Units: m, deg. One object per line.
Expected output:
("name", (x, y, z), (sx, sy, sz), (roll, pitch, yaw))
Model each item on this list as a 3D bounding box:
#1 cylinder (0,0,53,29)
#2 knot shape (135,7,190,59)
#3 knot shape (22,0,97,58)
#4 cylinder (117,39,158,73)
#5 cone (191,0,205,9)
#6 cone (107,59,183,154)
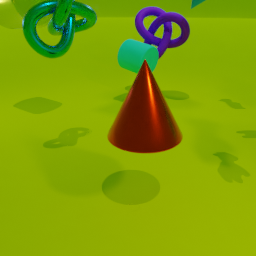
("cylinder", (-2.885, -3.384, 7.556), (1.322, 1.322, 1.322), (14, 27, 36))
("knot shape", (1.092, -3.314, 10.193), (2.018, 1.888, 0.932), (29, 20, 17))
("knot shape", (-1.184, -2.121, 5.147), (0.701, 1.420, 1.518), (37, 49, 10))
("cylinder", (0.347, -2.436, 9.700), (1.039, 1.039, 1.039), (28, 35, 31))
("cone", (2.256, -4.105, 8.323), (1.239, 1.243, 1.239), (23, 37, -18))
("cone", (0.259, -0.435, 4.294), (1.216, 1.220, 1.216), (-1, 24, 0))
